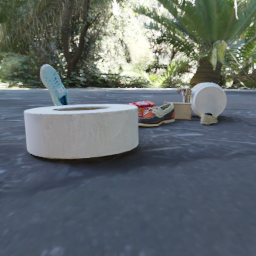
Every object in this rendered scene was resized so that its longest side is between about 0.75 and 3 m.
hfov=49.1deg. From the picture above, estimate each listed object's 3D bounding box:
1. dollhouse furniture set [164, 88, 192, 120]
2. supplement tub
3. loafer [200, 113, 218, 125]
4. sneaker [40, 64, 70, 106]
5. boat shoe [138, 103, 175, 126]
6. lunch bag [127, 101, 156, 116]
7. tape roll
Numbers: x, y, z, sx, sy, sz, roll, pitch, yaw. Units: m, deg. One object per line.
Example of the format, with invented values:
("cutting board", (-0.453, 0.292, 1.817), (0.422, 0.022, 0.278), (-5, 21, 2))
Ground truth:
("dollhouse furniture set", (2.218, -1.190, 12.774), (1.116, 1.307, 2.521), (3, 10, 7))
("supplement tub", (3.454, -1.224, 12.267), (1.507, 1.507, 2.072), (1, 10, 8))
("loafer", (3.121, -0.383, 10.680), (0.458, 0.414, 1.212), (6, 12, 32))
("sneaker", (-2.278, -1.311, 9.137), (0.660, 1.612, 0.596), (22, 54, 41))
("boat shoe", (1.039, -0.496, 10.527), (0.800, 0.703, 2.249), (11, 16, 41))
("lunch bag", (0.519, -0.872, 13.040), (1.368, 0.637, 1.554), (-6, 10, -7))
("tape roll", (-1.099, -0.030, 6.859), (2.729, 0.954, 2.729), (-2, 9, 0))
